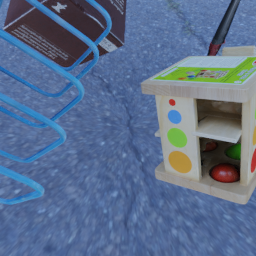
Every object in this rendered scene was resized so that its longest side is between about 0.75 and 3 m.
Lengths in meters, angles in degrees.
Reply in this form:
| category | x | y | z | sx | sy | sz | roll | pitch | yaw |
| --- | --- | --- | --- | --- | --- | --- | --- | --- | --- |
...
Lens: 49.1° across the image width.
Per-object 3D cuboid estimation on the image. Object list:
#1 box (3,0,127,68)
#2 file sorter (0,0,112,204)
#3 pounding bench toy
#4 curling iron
| category | x | y | z | sx | sy | sz | roll | pitch | yaw |
| --- | --- | --- | --- | --- | --- | --- | --- | --- | --- |
| box | -1.308 | -2.988 | 6.432 | 1.893 | 1.912 | 2.305 | -12 | 64 | 34 |
| file sorter | -1.460 | -0.548 | 3.388 | 1.559 | 1.763 | 2.540 | 31 | 57 | -25 |
| pounding bench toy | 1.485 | -0.193 | 4.338 | 1.371 | 1.721 | 2.206 | 11 | 33 | 38 |
| curling iron | 2.156 | -1.915 | 6.566 | 0.319 | 2.498 | 0.619 | -8 | 47 | -20 |
